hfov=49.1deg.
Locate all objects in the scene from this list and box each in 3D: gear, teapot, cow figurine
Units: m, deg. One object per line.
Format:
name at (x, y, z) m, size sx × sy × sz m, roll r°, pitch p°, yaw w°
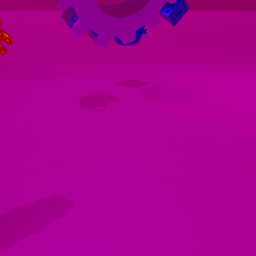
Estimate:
gear at (-0.057, -1.704, 3.105) m, size 1.636 × 1.636 × 0.303 m, roll -16°, pitch 55°, yaw -30°
teapot at (0.099, -3.020, 8.400) m, size 0.968 × 1.230 × 1.978 m, roll 14°, pitch 9°, yaw -17°
cow figurine at (-2.367, -1.595, 4.667) m, size 0.863 × 0.481 × 0.877 m, roll 41°, pitch 31°, yaw -7°

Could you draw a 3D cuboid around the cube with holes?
cube with holes at (1.548, -4.353, 10.045) m, size 0.821 × 0.821 × 0.821 m, roll 48°, pitch 15°, yaw 22°
